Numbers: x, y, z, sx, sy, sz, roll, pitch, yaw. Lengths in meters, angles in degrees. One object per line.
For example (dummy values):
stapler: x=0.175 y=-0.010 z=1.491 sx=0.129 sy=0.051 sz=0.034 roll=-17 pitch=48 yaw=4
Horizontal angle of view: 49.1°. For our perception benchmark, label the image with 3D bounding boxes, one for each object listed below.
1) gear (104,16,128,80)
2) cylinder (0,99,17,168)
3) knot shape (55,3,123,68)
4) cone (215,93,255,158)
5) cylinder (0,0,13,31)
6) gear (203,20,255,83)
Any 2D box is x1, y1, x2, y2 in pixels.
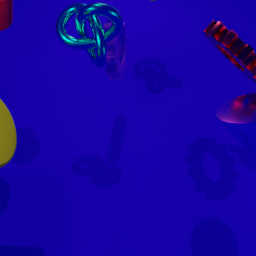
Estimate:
gear: x=-0.304 y=-2.062 z=7.264 sx=0.293 sy=1.583 sz=1.583 roll=3 pitch=57 yaw=11
cylinder: x=-2.793 y=0.149 z=4.560 sx=1.343 sy=1.343 sz=1.343 roll=-15 pitch=57 yaw=12
knot shape: x=-0.804 y=-2.001 z=6.171 sx=1.497 sy=1.401 sz=0.692 roll=4 pitch=36 yaw=27
cone: x=2.428 y=0.159 z=5.278 sx=1.268 sy=1.273 sz=1.268 roll=-18 pitch=22 yaw=7
cylinder: x=-3.169 y=-2.915 z=6.523 sx=0.910 sy=0.910 sz=0.910 roll=10 pitch=60 yaw=-18
gear: x=2.490 y=-1.742 z=6.474 sx=0.326 sy=1.763 sz=1.763 roll=-46 pitch=62 yaw=17
